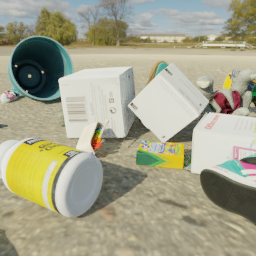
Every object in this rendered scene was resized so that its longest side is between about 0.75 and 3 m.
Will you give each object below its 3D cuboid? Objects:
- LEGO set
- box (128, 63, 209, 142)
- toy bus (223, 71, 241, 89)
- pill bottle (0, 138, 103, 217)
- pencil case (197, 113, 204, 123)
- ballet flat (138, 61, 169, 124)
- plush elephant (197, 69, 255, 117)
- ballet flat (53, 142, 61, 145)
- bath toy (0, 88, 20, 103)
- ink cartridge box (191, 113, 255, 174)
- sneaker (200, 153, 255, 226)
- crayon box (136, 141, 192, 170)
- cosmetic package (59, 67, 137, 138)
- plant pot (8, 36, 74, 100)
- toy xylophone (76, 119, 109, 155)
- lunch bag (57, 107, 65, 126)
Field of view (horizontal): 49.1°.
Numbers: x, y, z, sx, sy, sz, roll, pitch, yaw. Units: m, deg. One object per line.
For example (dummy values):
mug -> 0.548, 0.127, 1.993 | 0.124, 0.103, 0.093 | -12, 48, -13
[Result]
LEGO set -> 4.797, -1.223, 10.339 | 2.783, 2.140, 1.612 | -11, 36, -9
box -> 1.185, -0.714, 8.316 | 1.616, 1.624, 1.062 | 47, 42, 0
toy bus -> 6.105, -1.955, 14.065 | 1.962, 1.331, 1.884 | -4, 32, -19
pill bottle -> -1.659, 0.856, 5.526 | 2.146, 1.202, 1.202 | 12, 22, 30
pencil case -> 3.134, -0.305, 10.180 | 1.155, 0.449, 0.516 | 9, -7, 25
ballet flat -> 0.847, -1.310, 10.282 | 0.801, 2.363, 0.855 | 13, 8, -21
plush elephant -> 3.088, -0.390, 8.587 | 1.921, 2.333, 1.806 | -4, 42, -12
ballet flat -> -2.537, 0.498, 8.023 | 1.286, 0.298, 0.433 | 0, 18, 1
bath toy -> -6.014, -1.659, 14.118 | 0.631, 0.536, 1.451 | 0, 19, 1
ink cartridge box -> 3.041, 0.474, 6.749 | 2.683, 1.136, 1.939 | 10, 19, 24
sneaker -> 2.745, 1.170, 4.887 | 1.624, 1.124, 2.689 | -19, 23, -22
crayon box -> 0.978, 0.691, 7.345 | 1.419, 0.366, 0.892 | 4, 19, 11
cosmetic package -> -0.882, -0.948, 9.515 | 1.952, 1.964, 2.346 | -2, 19, 11
plant pot -> -4.707, -2.786, 14.229 | 2.998, 2.998, 2.817 | -13, 7, -33
toy xylophone -> -0.950, 0.247, 7.724 | 0.963, 0.331, 1.316 | -17, 33, 30
lunch bag -> -2.114, -0.423, 10.275 | 0.741, 0.615, 0.883 | 1, 19, 7
